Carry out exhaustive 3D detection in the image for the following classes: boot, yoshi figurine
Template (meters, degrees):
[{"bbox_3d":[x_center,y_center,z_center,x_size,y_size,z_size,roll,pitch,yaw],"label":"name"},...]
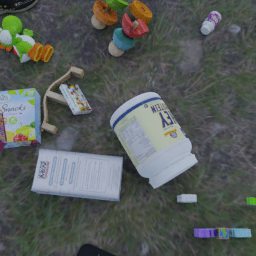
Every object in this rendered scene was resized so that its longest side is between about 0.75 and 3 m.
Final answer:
[{"bbox_3d":[-4.642,-5.174,10.546,2.175,1.637,0.796,-13,72,-4],"label":"boot"},{"bbox_3d":[-3.884,-3.367,10.247,2.288,1.286,1.281,29,58,12],"label":"yoshi figurine"}]

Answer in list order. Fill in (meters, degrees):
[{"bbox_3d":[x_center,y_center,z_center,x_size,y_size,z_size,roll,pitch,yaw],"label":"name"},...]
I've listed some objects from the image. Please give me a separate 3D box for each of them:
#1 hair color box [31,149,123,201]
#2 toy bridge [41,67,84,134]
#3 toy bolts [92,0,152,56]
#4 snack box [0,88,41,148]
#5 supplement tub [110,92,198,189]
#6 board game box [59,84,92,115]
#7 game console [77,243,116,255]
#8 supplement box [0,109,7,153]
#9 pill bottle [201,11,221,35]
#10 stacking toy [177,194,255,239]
[{"bbox_3d":[-1.508,1.487,8.764,2.616,0.793,1.295,6,72,1],"label":"hair color box"},{"bbox_3d":[-2.462,-1.036,9.839,0.871,0.353,2.592,20,73,7],"label":"toy bridge"},{"bbox_3d":[-0.178,-3.765,10.514,2.169,1.575,2.270,7,53,-40],"label":"toy bolts"},{"bbox_3d":[-4.091,-0.285,9.381,2.183,0.739,1.841,-5,73,-3],"label":"snack box"},{"bbox_3d":[0.785,0.374,8.600,1.818,1.818,2.507,-29,74,-9],"label":"supplement tub"},{"bbox_3d":[-1.807,-0.999,9.678,0.201,0.733,1.161,-42,71,33],"label":"board game box"},{"bbox_3d":[-0.793,4.721,7.312,2.264,1.498,2.574,22,72,7],"label":"game console"},{"bbox_3d":[-3.201,0.051,5.925,0.730,0.926,1.414,-54,39,14],"label":"supplement box"},{"bbox_3d":[3.173,-4.023,10.775,0.486,0.486,0.866,33,75,10],"label":"pill bottle"},{"bbox_3d":[2.821,3.135,8.342,2.854,0.671,2.152,2,73,-1],"label":"stacking toy"}]
